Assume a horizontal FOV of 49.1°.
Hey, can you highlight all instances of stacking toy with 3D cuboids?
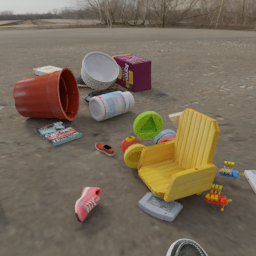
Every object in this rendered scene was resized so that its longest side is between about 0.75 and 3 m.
[{"bbox_3d":[0.746,0.162,8.168,1.946,1.762,0.822,-5,30,-20],"label":"stacking toy"}]

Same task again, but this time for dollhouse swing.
[{"bbox_3d":[1.138,0.522,6.876,1.627,1.574,1.791,-12,22,-16],"label":"dollhouse swing"}]

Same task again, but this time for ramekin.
[{"bbox_3d":[-1.553,-2.937,14.823,1.966,1.032,1.966,12,58,-19],"label":"ramekin"}]

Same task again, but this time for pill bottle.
[{"bbox_3d":[-0.631,-0.970,11.539,1.784,0.970,0.970,-20,31,-38],"label":"pill bottle"}]

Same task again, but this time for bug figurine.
[{"bbox_3d":[2.129,1.385,7.114,1.279,0.424,1.649,10,30,33],"label":"bug figurine"}]

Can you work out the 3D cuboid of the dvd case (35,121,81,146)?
[{"bbox_3d":[-2.516,0.172,10.042,1.087,0.164,1.489,-20,33,-37],"label":"dvd case"}]

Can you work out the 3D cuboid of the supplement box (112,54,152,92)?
[{"bbox_3d":[0.184,-3.088,15.448,1.223,1.551,2.370,-15,28,-26],"label":"supplement box"}]

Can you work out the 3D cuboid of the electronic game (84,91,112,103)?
[{"bbox_3d":[-1.111,-1.387,13.117,1.844,0.384,1.844,1,20,0],"label":"electronic game"}]

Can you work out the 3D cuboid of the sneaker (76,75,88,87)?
[{"bbox_3d":[-2.183,-2.993,15.846,2.485,1.018,0.958,-18,30,-33],"label":"sneaker"}]

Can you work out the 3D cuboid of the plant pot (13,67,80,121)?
[{"bbox_3d":[-3.258,-1.252,11.187,2.027,2.084,2.084,-4,24,12],"label":"plant pot"}]

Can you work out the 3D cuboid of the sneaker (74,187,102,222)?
[{"bbox_3d":[-0.880,1.658,6.303,0.449,0.381,1.034,-14,24,17],"label":"sneaker"}]

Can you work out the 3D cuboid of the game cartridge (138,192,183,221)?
[{"bbox_3d":[0.731,1.817,6.483,0.906,0.188,0.604,16,34,31],"label":"game cartridge"}]

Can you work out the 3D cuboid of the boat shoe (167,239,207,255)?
[{"bbox_3d":[1.041,2.519,4.057,0.928,0.913,2.573,1,25,2],"label":"boat shoe"}]

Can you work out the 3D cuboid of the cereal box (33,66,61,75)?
[{"bbox_3d":[-4.980,-3.593,17.909,1.872,0.370,1.347,20,32,37],"label":"cereal box"}]

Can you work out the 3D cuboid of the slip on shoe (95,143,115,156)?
[{"bbox_3d":[-0.738,0.625,8.940,0.318,0.262,0.857,-23,31,-36],"label":"slip on shoe"}]

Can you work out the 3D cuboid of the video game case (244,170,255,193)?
[{"bbox_3d":[3.846,1.472,7.243,1.290,0.142,1.176,1,25,2],"label":"video game case"}]
